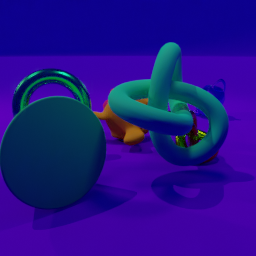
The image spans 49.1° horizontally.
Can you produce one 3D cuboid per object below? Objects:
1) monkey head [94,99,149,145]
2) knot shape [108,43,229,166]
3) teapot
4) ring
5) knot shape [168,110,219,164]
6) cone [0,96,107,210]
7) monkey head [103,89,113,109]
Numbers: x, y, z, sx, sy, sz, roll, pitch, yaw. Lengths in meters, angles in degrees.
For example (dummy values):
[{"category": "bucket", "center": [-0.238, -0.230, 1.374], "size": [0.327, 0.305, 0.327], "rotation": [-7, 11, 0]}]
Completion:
[{"category": "monkey head", "center": [0.019, -0.241, 6.274], "size": [1.814, 1.093, 1.305], "rotation": [-19, 15, 6]}, {"category": "knot shape", "center": [0.703, -0.486, 4.540], "size": [2.002, 1.873, 0.925], "rotation": [25, -35, -27]}, {"category": "teapot", "center": [2.448, -0.878, 8.785], "size": [0.803, 1.641, 1.020], "rotation": [33, 35, -9]}, {"category": "ring", "center": [-1.395, -0.387, 5.239], "size": [1.444, 1.444, 0.289], "rotation": [-6, 6, -20]}, {"category": "knot shape", "center": [1.246, 0.092, 5.699], "size": [1.321, 0.610, 1.236], "rotation": [47, 22, 6]}, {"category": "cone", "center": [-1.355, 0.275, 4.235], "size": [1.487, 1.487, 1.492], "rotation": [-13, 12, -38]}, {"category": "monkey head", "center": [-0.096, -0.695, 7.968], "size": [1.587, 1.142, 0.956], "rotation": [38, 42, 21]}]
